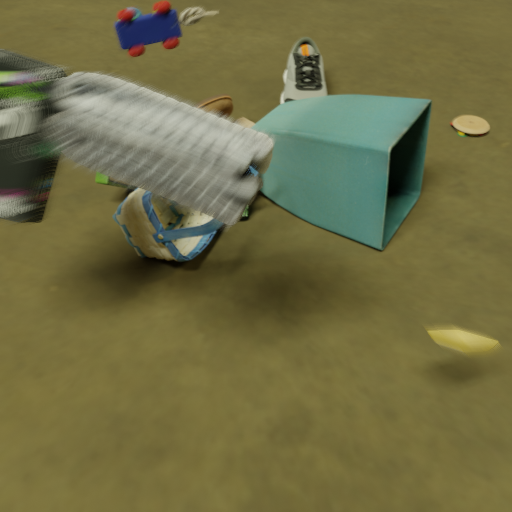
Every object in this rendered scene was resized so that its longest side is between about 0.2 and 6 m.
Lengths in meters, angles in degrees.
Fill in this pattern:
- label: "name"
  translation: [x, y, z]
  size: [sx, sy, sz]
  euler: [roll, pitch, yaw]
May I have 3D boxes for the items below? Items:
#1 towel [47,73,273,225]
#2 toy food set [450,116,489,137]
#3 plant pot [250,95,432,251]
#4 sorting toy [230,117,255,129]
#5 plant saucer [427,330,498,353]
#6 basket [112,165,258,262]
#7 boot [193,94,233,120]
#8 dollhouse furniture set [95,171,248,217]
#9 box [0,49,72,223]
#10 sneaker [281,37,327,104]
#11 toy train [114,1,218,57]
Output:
- label: "towel"
  translation: [-0.924, -1.105, 5.996]
  size: [2.145, 0.918, 1.776]
  euler: [20, 6, -4]
- label: "toy food set"
  translation: [5.299, -3.220, 13.879]
  size: [0.893, 0.219, 0.902]
  euler: [2, 41, 2]
- label: "plant pot"
  translation: [1.512, -1.917, 11.021]
  size: [3.043, 2.150, 2.149]
  euler: [19, 44, 26]
- label: "sorting toy"
  translation: [-0.433, -2.906, 13.539]
  size: [1.238, 0.244, 1.337]
  euler: [-29, 44, -29]
- label: "plant saucer"
  translation: [2.527, 1.053, 6.877]
  size: [0.613, 0.149, 0.613]
  euler: [4, 5, -32]
- label: "basket"
  translation: [-1.178, -0.917, 9.973]
  size: [2.302, 1.601, 2.030]
  euler: [-13, 30, 38]
- label: "boot"
  translation: [-1.382, -2.691, 12.816]
  size: [1.132, 1.104, 2.999]
  euler: [42, 56, 6]
- label: "dollhouse furniture set"
  translation: [-1.569, -1.682, 10.990]
  size: [2.946, 1.472, 1.137]
  euler: [8, 2, 21]
- label: "box"
  translation: [-3.167, -1.456, 6.815]
  size: [1.389, 1.870, 1.162]
  euler: [16, 1, -10]
- label: "sneaker"
  translation: [1.250, -4.696, 14.769]
  size: [1.206, 1.294, 3.264]
  euler: [1, 42, -2]
- label: "toy train"
  translation: [-1.570, -4.137, 9.830]
  size: [1.744, 0.738, 1.009]
  euler: [-14, 37, -3]
